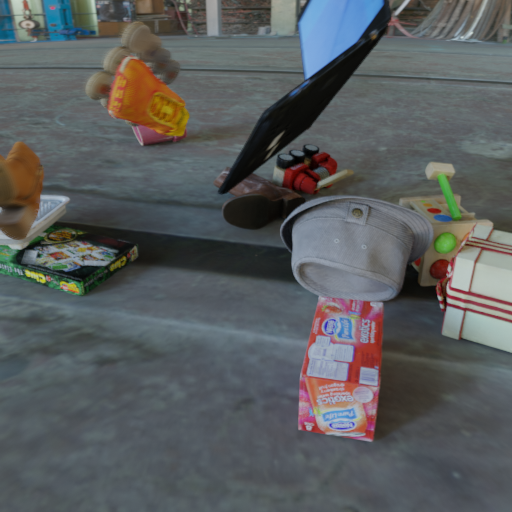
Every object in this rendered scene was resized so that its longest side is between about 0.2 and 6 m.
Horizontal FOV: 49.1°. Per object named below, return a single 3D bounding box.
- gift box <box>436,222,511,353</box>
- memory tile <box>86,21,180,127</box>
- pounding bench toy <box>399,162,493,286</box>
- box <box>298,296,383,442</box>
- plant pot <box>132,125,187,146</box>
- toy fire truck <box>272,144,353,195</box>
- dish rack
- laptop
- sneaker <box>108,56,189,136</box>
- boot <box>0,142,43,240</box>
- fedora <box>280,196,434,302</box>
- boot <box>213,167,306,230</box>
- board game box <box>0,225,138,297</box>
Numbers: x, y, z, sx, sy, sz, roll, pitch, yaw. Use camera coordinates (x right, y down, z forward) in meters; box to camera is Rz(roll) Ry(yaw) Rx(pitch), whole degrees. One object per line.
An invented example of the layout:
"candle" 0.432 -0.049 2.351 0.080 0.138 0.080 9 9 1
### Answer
"gift box" 3.916 0.370 9.046 1.676 1.794 1.656 14 26 27
"memory tile" -2.563 -3.823 12.095 0.205 1.873 2.444 40 5 13
"pounding bench toy" 3.575 -0.620 10.619 1.243 2.001 1.561 -4 27 -8
"box" 1.212 1.472 7.760 0.987 0.945 1.980 6 28 11
"plant pot" -3.294 -4.407 18.466 1.479 1.653 1.653 -26 34 -13
"toy fire truck" 1.655 -2.132 14.547 1.980 1.274 1.743 32 39 28
"dish rack" -5.217 -0.725 11.768 2.049 0.520 2.387 1 24 5
"laptop" 0.595 -3.742 10.550 4.360 2.252 3.864 -41 0 -18
"sneaker" -1.523 -2.339 8.435 0.983 0.930 2.549 21 10 3
"boot" -3.999 -1.395 9.234 0.741 1.932 1.500 -3 53 4
"fedora" 1.677 0.070 9.692 2.649 2.343 1.196 15 59 -4
"boot" -0.456 -1.532 13.590 2.420 0.834 2.597 -6 29 -39
"board game box" -4.286 -0.083 11.371 3.371 0.396 1.766 13 33 23
